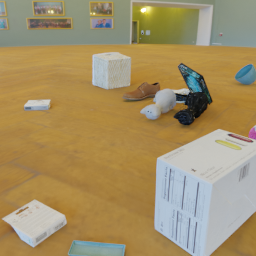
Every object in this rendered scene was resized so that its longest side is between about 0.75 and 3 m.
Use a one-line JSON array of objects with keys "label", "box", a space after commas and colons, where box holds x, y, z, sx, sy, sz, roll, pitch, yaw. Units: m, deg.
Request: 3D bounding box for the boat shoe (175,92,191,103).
[{"label": "boat shoe", "box": [3.040, -1.565, 14.132, 1.571, 0.521, 0.587, 2, 21, 6]}]

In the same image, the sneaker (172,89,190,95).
[{"label": "sneaker", "box": [2.794, -1.774, 14.952, 1.240, 0.452, 0.525, -5, 40, -7]}]

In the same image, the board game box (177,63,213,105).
[{"label": "board game box", "box": [3.093, -1.991, 12.805, 0.289, 2.051, 1.387, -44, 51, 0]}]

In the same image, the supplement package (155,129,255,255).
[{"label": "supplement package", "box": [1.659, 1.159, 5.549, 2.097, 1.633, 1.163, -19, 28, -39]}]

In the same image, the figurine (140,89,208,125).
[{"label": "figurine", "box": [1.933, -0.836, 11.798, 2.361, 1.016, 2.303, 10, 27, 26]}]

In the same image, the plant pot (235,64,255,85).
[{"label": "plant pot", "box": [7.621, -3.281, 17.828, 0.888, 1.319, 1.319, 42, 16, -15]}]

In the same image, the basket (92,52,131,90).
[{"label": "basket", "box": [-0.990, -3.504, 17.290, 1.954, 1.971, 1.585, -16, 32, -35]}]

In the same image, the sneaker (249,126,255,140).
[{"label": "sneaker", "box": [5.020, 0.542, 7.995, 2.960, 1.204, 1.306, 20, 26, 24]}]

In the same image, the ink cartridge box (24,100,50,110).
[{"label": "ink cartridge box", "box": [-4.280, -1.102, 13.343, 1.096, 0.239, 0.951, -3, 21, -7]}]

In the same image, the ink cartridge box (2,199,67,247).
[{"label": "ink cartridge box", "box": [-1.894, 1.890, 5.670, 1.016, 0.254, 0.818, 10, 23, 35]}]

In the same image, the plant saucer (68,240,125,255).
[{"label": "plant saucer", "box": [-0.551, 2.206, 5.020, 0.983, 0.093, 0.344, 3, 21, 6]}]

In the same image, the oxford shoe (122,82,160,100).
[{"label": "oxford shoe", "box": [0.705, -1.979, 14.790, 2.412, 0.860, 0.860, -17, 28, -33]}]
